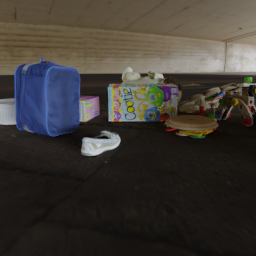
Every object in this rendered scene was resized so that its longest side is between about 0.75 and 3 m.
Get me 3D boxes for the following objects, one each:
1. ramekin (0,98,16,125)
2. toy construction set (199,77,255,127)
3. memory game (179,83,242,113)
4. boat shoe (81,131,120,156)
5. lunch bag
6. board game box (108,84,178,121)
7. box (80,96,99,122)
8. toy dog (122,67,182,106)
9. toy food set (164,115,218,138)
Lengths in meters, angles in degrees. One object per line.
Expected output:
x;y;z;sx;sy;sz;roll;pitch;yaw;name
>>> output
-4.331;-0.644;10.623;1.595;0.777;1.595;0;14;0;ramekin
3.721;-0.997;10.149;2.206;1.695;1.839;-2;14;-5;toy construction set
3.499;-1.151;11.299;2.970;0.189;2.970;-12;-12;-3;memory game
-0.676;0.321;7.288;0.542;0.472;1.471;9;16;32;boat shoe
-2.541;-0.976;8.610;1.545;2.335;1.586;7;8;27;lunch bag
0.543;-1.019;10.950;2.579;1.352;1.328;-1;14;0;board game box
-2.179;-0.828;11.327;1.650;0.798;1.451;4;14;14;box
1.063;-1.737;12.858;2.780;1.940;2.695;6;16;15;toy dog
2.012;-0.090;9.097;1.734;0.422;1.716;13;19;42;toy food set
